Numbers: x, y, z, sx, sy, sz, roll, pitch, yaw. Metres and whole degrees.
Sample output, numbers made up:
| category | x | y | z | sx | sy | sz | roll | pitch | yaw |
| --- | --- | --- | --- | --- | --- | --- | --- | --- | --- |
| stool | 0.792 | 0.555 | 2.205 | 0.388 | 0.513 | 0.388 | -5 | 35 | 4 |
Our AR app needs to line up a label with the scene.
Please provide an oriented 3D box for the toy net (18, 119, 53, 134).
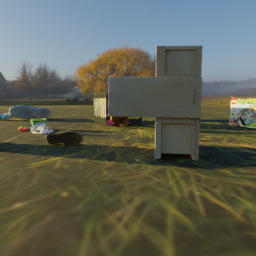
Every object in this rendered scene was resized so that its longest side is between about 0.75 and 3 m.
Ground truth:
| category | x | y | z | sx | sy | sz | roll | pitch | yaw |
| --- | --- | --- | --- | --- | --- | --- | --- | --- | --- |
| toy net | -3.138 | -0.065 | 9.483 | 1.010 | 0.372 | 1.926 | -3 | 7 | -27 |

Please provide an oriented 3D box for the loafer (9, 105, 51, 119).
| category | x | y | z | sx | sy | sz | roll | pitch | yaw |
| --- | --- | --- | --- | --- | --- | --- | --- | --- | --- |
| loafer | -5.369 | -0.825 | 15.282 | 2.249 | 0.786 | 0.785 | 5 | -4 | -42 |

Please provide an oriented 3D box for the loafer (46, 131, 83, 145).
| category | x | y | z | sx | sy | sz | roll | pitch | yaw |
| --- | --- | --- | --- | --- | --- | --- | --- | --- | --- |
| loafer | -1.517 | 0.222 | 6.823 | 0.926 | 0.352 | 0.312 | 1 | 11 | 8 |

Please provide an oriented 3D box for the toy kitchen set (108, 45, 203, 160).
| category | x | y | z | sx | sy | sz | roll | pitch | yaw |
| --- | --- | --- | --- | --- | --- | --- | --- | --- | --- |
| toy kitchen set | 0.563 | -0.526 | 5.827 | 1.648 | 2.020 | 1.822 | 2 | 6 | 7 |

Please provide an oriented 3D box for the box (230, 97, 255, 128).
| category | x | y | z | sx | sy | sz | roll | pitch | yaw |
| --- | --- | --- | --- | --- | --- | --- | --- | --- | --- |
| box | 4.782 | -0.597 | 10.670 | 0.376 | 1.191 | 2.163 | -1 | 5 | -20 |

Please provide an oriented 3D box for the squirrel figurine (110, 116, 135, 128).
| category | x | y | z | sx | sy | sz | roll | pitch | yaw |
| --- | --- | --- | --- | --- | --- | --- | --- | --- | --- |
| squirrel figurine | -0.193 | -0.508 | 10.491 | 0.931 | 0.997 | 0.706 | -4 | 47 | -7 |

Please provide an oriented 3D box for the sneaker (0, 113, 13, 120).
| category | x | y | z | sx | sy | sz | roll | pitch | yaw |
| --- | --- | --- | --- | --- | --- | --- | --- | --- | --- |
| sneaker | -6.472 | -0.548 | 14.526 | 0.996 | 0.368 | 0.408 | -10 | 18 | -19 |

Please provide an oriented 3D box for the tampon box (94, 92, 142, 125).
| category | x | y | z | sx | sy | sz | roll | pitch | yaw |
| --- | --- | --- | --- | --- | --- | --- | --- | --- | --- |
| tampon box | -0.512 | -0.890 | 12.522 | 1.629 | 1.372 | 2.173 | -2 | 6 | -20 |
